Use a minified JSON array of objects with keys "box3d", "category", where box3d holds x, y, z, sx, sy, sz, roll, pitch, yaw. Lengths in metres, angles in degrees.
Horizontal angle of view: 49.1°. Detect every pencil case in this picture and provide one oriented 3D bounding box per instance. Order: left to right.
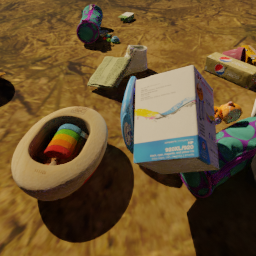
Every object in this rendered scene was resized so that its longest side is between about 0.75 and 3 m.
[{"box3d":[-1.786,-4.967,13.239,1.073,1.165,2.521,-3,40,1],"category":"pencil case"},{"box3d":[2.382,0.609,6.612,2.575,1.096,1.190,-25,19,-26],"category":"pencil case"}]

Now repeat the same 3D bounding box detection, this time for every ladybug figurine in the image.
[{"box3d":[-1.497,0.561,6.704,1.993,1.056,2.936,11,41,13],"category":"ladybug figurine"}]

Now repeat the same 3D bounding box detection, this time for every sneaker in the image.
[{"box3d":[-0.117,-2.530,10.403,1.875,1.084,0.691,-22,46,-22],"category":"sneaker"}]

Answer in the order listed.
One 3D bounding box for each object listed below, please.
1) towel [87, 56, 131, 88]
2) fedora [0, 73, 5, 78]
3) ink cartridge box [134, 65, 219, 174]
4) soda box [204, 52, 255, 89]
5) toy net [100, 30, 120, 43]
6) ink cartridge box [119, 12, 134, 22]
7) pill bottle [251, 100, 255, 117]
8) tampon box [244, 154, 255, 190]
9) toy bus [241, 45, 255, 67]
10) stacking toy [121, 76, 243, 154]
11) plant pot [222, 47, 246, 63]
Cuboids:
[{"box3d":[-0.626,-1.972,9.796,1.188,0.292,1.602,9,53,28],"category":"towel"},{"box3d":[-5.153,-1.953,9.580,1.810,0.738,1.810,-8,19,3],"category":"fedora"},{"box3d":[0.942,-0.085,5.422,1.238,1.260,1.712,-10,68,31],"category":"ink cartridge box"},{"box3d":[3.803,-2.143,10.299,0.644,0.609,1.901,-30,48,-31],"category":"soda box"},{"box3d":[-0.997,-4.260,13.133,0.713,0.263,1.360,-27,45,-25],"category":"toy net"},{"box3d":[-0.101,-5.963,15.122,0.488,0.279,0.940,20,44,23],"category":"ink cartridge box"},{"box3d":[5.116,-0.624,7.666,2.906,1.647,1.647,18,43,20],"category":"pill bottle"},{"box3d":[3.530,0.900,6.359,1.313,0.984,0.829,-21,44,-23],"category":"tampon box"},{"box3d":[4.896,-2.796,11.192,0.572,0.475,1.460,-2,39,-4],"category":"toy bus"},{"box3d":[1.359,-0.314,7.083,2.946,1.710,1.617,0,38,8],"category":"stacking toy"},{"box3d":[4.077,-2.681,10.843,0.774,0.864,0.864,9,38,34],"category":"plant pot"}]
